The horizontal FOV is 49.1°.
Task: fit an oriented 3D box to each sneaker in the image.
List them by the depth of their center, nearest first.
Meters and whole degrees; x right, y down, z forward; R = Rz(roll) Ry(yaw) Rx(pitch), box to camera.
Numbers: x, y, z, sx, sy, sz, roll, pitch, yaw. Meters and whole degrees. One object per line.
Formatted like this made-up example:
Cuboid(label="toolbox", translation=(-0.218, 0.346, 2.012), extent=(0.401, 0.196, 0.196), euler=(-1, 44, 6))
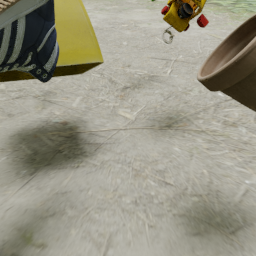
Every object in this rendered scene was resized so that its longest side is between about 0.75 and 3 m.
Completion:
Cuboid(label="sneaker", translation=(-1.895, -0.995, 3.795), extent=(0.962, 1.490, 2.746), euler=(26, 53, 15))

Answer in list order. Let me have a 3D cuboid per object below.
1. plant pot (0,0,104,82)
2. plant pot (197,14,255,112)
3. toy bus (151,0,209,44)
Cuboid(label="plant pot", translation=(-2.136, -2.339, 6.817), extent=(2.314, 2.041, 2.314), euler=(-10, 6, -22))
Cuboid(label="plant pot", translation=(2.049, -0.870, 4.423), extent=(1.289, 1.478, 1.478), euler=(42, 34, -11))
Cuboid(label="toy bus", translation=(1.569, -3.313, 7.323), extent=(1.674, 1.774, 0.916), euler=(-19, 2, -26))
